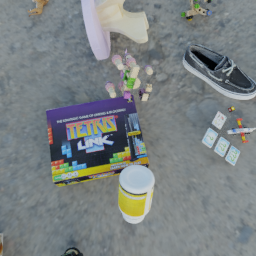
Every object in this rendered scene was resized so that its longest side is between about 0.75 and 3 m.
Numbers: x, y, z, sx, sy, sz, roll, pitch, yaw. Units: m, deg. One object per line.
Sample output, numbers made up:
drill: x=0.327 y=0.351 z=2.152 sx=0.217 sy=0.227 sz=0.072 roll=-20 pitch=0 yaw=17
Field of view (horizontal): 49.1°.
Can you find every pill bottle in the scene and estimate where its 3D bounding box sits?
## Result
pill bottle: x=0.178 y=1.678 z=6.881 sx=0.829 sy=1.481 sz=0.829 roll=2 pitch=39 yaw=-2

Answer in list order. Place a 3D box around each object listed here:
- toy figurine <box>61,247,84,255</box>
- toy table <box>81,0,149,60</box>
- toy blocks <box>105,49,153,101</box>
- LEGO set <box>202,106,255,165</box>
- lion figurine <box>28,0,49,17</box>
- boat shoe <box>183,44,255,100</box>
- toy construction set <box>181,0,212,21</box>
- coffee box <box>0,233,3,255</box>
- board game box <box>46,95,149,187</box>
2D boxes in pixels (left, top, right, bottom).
toy figurine: x=-1.247 y=3.987 z=6.896 sx=1.677 sy=1.167 sz=1.651 roll=23 pitch=76 yaw=7
toy table: x=-0.378 y=-3.853 z=9.271 sx=1.736 sy=2.725 sz=2.964 roll=-11 pitch=87 yaw=13
toy blocks: x=0.016 y=-1.609 z=8.467 sx=1.300 sy=1.215 sz=1.094 roll=2 pitch=37 yaw=-21
LEGO set: x=3.168 y=0.104 z=8.592 sx=1.265 sy=0.416 sz=1.693 roll=37 pitch=65 yaw=-3
lion figurine: x=-3.379 y=-4.636 z=10.639 sx=0.642 sy=0.380 sz=1.049 roll=10 pitch=83 yaw=-4
boat shoe: x=3.092 y=-1.921 z=9.236 sx=2.722 sy=0.923 sz=0.976 roll=36 pitch=73 yaw=13
toy construction set: x=2.373 y=-4.652 z=10.355 sx=1.075 sy=1.166 sz=1.399 roll=-19 pitch=49 yaw=6
coffee box: x=-3.764 y=3.789 z=6.853 sx=0.885 sy=1.270 sz=2.220 roll=-5 pitch=70 yaw=-3
board game box: x=-0.941 y=0.348 z=8.439 sx=2.752 sy=0.780 sz=2.275 roll=-11 pitch=70 yaw=-4
